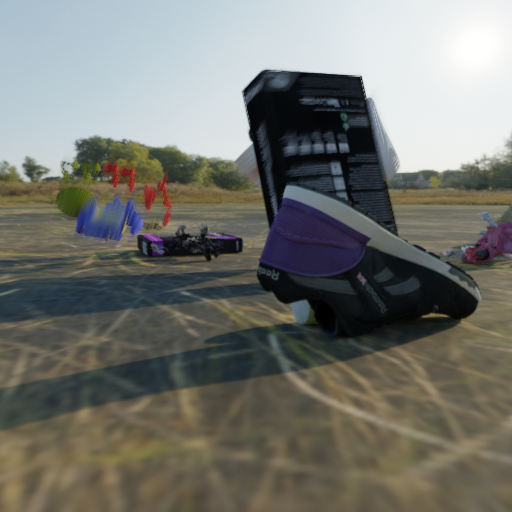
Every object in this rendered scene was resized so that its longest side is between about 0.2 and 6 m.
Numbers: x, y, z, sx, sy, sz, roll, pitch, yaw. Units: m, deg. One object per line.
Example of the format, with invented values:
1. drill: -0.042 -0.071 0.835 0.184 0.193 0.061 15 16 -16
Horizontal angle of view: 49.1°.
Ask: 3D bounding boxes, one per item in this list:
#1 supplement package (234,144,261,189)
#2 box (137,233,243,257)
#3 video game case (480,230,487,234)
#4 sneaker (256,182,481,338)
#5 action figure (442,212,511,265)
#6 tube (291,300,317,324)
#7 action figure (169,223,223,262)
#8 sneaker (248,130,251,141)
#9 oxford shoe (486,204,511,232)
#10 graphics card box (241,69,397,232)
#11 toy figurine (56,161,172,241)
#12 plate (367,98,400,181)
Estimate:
1. supplement package: 0.074 -2.075 12.732 0.560 0.924 0.553 -34 14 52
2. box: -1.375 -0.248 11.451 1.927 0.348 1.378 -4 8 -18
3. video game case: 7.025 -0.665 15.999 0.818 0.099 0.898 -4 8 -34
4. sneaker: 0.990 0.288 5.040 2.364 1.035 0.895 25 -1 -28
5. action figure: 3.975 -0.091 9.557 1.469 0.984 1.094 -22 61 -44
6. tube: 1.011 0.482 5.482 1.351 0.392 0.351 0 -31 -26
7. action figure: -1.125 -0.315 10.234 1.163 0.593 0.691 23 29 40
8. sneaker: 0.622 -1.609 9.256 1.827 0.799 0.674 23 11 13
9. oxford shoe: 5.723 -0.685 12.070 0.987 1.048 2.802 0 7 2
10. graphics card box: 0.951 -1.176 8.059 1.811 2.887 0.734 -8 -6 -28
11. toy figurine: -2.695 -0.823 9.729 2.203 1.162 1.320 11 30 4
12. plate: 1.645 -1.506 9.700 0.306 1.887 1.891 21 -49 -29
